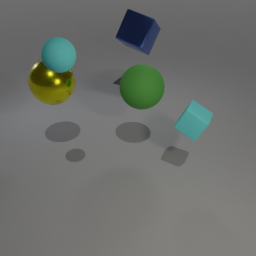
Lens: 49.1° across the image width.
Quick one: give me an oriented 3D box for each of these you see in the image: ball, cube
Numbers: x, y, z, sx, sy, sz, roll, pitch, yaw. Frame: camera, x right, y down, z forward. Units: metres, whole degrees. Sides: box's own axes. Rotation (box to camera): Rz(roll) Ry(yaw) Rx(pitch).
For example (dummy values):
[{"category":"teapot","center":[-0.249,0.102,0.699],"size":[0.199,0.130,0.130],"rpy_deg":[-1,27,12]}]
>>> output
[{"category":"ball","center":[0.436,-1.275,8.731],"size":[1.400,1.400,1.400],"rpy_deg":[0,31,0]},{"category":"ball","center":[-2.322,-1.407,8.580],"size":[1.400,1.400,1.400],"rpy_deg":[0,31,0]},{"category":"cube","center":[0.497,-4.440,13.091],"size":[1.400,1.400,1.400],"rpy_deg":[28,10,16]},{"category":"cube","center":[1.819,-0.210,7.776],"size":[0.700,0.700,0.700],"rpy_deg":[35,37,5]},{"category":"ball","center":[-1.418,-1.489,5.728],"size":[0.700,0.700,0.700],"rpy_deg":[0,31,0]}]
